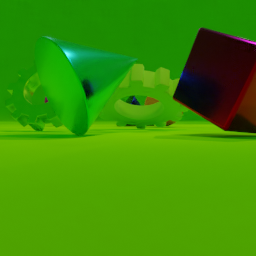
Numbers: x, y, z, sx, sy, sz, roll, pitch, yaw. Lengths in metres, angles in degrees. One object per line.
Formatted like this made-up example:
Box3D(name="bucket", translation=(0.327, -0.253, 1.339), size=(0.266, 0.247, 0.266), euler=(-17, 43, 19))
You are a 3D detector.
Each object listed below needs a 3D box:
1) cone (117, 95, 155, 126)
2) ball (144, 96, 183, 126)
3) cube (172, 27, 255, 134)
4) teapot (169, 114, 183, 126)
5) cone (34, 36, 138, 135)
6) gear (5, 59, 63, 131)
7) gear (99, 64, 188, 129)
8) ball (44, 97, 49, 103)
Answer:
Box3D(name="cone", translation=(0.415, -0.356, 9.871), size=(1.234, 1.230, 1.230), euler=(27, -6, -14))
Box3D(name="ball", translation=(1.083, -0.646, 8.392), size=(1.181, 1.181, 1.181), euler=(0, 1, 0))
Box3D(name="cube", translation=(1.295, -0.552, 3.381), size=(0.931, 0.931, 0.931), euler=(4, 25, -36))
Box3D(name="teapot", translation=(1.303, -0.454, 10.163), size=(1.404, 0.687, 0.873), euler=(14, 9, 4))
Box3D(name="cone", translation=(-0.355, -0.738, 3.747), size=(1.272, 1.267, 1.267), euler=(-28, 16, -29))
Box3D(name="gear", translation=(-1.474, -0.694, 5.152), size=(1.538, 1.538, 0.284), euler=(0, -29, 16))
Box3D(name="gear", translation=(0.230, -0.537, 5.571), size=(1.883, 0.348, 1.883), euler=(3, -25, 2))
Box3D(name="ball", translation=(-2.384, -0.901, 10.395), size=(1.380, 1.380, 1.380), euler=(0, 1, 0))
